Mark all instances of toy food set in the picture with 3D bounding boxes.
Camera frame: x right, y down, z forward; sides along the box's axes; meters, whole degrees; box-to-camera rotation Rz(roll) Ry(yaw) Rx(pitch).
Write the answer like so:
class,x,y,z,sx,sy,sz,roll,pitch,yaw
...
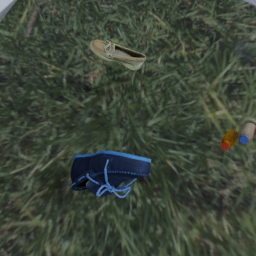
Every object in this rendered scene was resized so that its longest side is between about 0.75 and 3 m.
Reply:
class,x,y,z,sx,sy,sz,roll,pitch,yaw
toy food set,2.090,0.306,4.259,1.232,0.588,0.554,30,33,20

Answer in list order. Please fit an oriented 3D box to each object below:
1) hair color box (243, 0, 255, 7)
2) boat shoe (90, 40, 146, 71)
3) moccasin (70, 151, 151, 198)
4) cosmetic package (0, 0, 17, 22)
class,x,y,z,sx,sy,sz,roll,pitch,yaw
hair color box,2.274,-2.576,5.006,0.373,0.629,1.151,-9,45,-41
boat shoe,-0.236,-1.839,6.781,1.369,0.431,0.500,22,52,-18
moccasin,-0.363,0.897,5.113,0.913,2.269,0.774,19,71,-26
cosmetic package,-3.359,-1.800,5.517,2.100,0.720,2.785,-26,35,34
